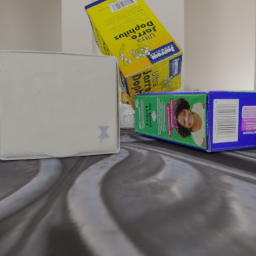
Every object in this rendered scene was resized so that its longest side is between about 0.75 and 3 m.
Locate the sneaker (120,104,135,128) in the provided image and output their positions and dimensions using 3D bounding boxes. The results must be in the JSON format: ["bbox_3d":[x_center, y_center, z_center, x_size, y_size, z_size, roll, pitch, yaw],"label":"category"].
[{"bbox_3d":[0.277,-0.346,8.943,2.122,0.790,0.924,-2,11,-10],"label":"sneaker"}]

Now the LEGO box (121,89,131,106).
[{"bbox_3d":[0.673,-1.645,14.900,1.113,2.148,2.884,-2,6,-25],"label":"LEGO box"}]

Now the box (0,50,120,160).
[{"bbox_3d":[-1.484,-0.479,5.576,1.892,1.613,2.960,-2,6,-20],"label":"box"}]

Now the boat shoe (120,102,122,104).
[{"bbox_3d":[-0.738,-0.993,14.833,0.793,0.920,2.557,-4,10,-26],"label":"boat shoe"}]

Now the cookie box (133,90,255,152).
[{"bbox_3d":[1.809,-0.293,6.345,2.473,1.086,2.891,-3,6,-24],"label":"cookie box"}]

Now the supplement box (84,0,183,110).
[{"bbox_3d":[0.140,-2.268,7.860,1.579,2.883,1.569,-26,-28,-4],"label":"supplement box"}]
